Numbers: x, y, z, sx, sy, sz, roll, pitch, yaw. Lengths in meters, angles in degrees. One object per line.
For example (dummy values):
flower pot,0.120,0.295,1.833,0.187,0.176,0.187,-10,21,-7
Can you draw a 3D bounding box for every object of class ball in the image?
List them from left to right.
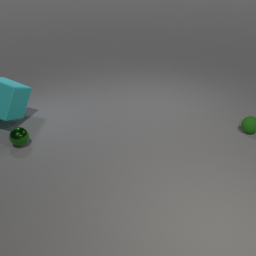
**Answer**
ball,-4.036,0.314,10.387,0.700,0.700,0.700,0,30,0
ball,4.935,-0.127,11.281,0.700,0.700,0.700,0,30,0

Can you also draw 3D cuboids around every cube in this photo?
cube,-5.061,-1.224,11.458,1.400,1.400,1.400,21,9,6
